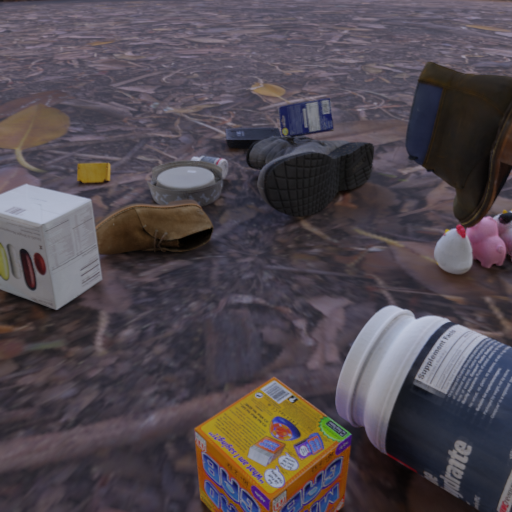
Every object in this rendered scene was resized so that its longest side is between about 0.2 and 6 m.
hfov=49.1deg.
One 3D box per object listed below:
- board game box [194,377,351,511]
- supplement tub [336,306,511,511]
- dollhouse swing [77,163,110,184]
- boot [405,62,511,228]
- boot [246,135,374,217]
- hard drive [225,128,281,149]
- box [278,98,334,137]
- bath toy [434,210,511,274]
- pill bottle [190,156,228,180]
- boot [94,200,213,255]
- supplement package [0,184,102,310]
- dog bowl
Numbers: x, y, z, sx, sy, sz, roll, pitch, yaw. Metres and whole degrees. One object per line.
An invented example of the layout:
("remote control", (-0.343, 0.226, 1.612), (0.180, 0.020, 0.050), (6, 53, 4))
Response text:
("board game box", (0.140, 1.901, 5.004), (0.967, 0.968, 0.968), (-24, 38, -35))
("supplement tub", (1.968, 1.458, 5.263), (2.091, 1.467, 1.467), (24, 38, 34))
("dollhouse swing", (-3.441, -1.720, 12.002), (0.637, 0.560, 0.579), (-2, 72, -5))
("boot", (2.641, -1.391, 7.251), (1.409, 2.907, 1.086), (28, 72, 16))
("boot", (0.613, -1.760, 11.281), (2.273, 1.205, 3.453), (20, 25, 35))
("hard drive", (-0.078, -2.922, 13.865), (1.356, 0.287, 0.914), (-2, 31, -4))
("box", (1.047, -2.892, 11.793), (1.105, 0.669, 0.179), (-6, 0, 11))
("bath toy", (3.780, -0.306, 8.975), (2.067, 0.764, 0.899), (-12, 32, -18))
("pill bottle", (-1.022, -1.894, 11.965), (0.750, 0.449, 0.449), (13, 33, 22))
("boot", (-1.692, -0.376, 9.183), (2.134, 0.785, 0.805), (-17, 45, -29))
("supplement package", (-3.098, -0.161, 8.083), (1.279, 1.337, 0.983), (14, 31, 23))
("dog bowl", (-1.393, -1.421, 11.155), (1.556, 0.456, 1.556), (1, 31, 0))
